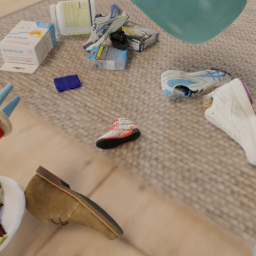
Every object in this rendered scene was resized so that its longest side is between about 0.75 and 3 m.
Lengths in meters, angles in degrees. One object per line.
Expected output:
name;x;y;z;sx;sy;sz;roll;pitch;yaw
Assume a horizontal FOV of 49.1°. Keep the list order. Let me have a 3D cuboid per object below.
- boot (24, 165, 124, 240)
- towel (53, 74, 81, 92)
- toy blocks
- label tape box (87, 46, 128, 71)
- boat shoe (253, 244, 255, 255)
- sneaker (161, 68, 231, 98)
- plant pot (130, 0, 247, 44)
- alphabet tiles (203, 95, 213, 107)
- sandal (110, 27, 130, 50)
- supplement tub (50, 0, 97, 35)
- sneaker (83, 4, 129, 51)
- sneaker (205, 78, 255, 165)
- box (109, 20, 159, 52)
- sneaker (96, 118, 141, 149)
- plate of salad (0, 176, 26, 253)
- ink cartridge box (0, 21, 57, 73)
boot;-1.296;1.873;6.241;2.637;0.971;0.995;24;69;28
towel;-2.140;-1.579;9.900;0.881;0.218;0.650;-15;55;-14
toy blocks;-3.065;-0.259;4.662;0.978;2.244;2.692;-7;42;27
label tape box;-0.759;-2.697;10.790;1.397;0.462;1.001;4;45;6
boat shoe;2.939;3.278;4.631;1.256;0.979;2.767;6;44;11
sneaker;2.318;-1.497;9.480;2.551;0.917;0.925;-6;85;-16
plant pot;1.867;-3.861;7.876;2.373;2.958;2.958;41;44;-22
alphabet tiles;2.981;-0.815;9.235;0.985;0.073;1.007;11;47;9
sandal;-0.411;-3.720;11.214;0.684;0.436;1.820;-13;48;-9
supplement tub;-2.307;-4.779;12.147;1.900;1.377;1.377;-7;46;-6
sneaker;-1.070;-4.003;11.122;2.222;0.946;0.856;-37;21;18
sneaker;3.073;-0.111;8.120;1.415;1.064;2.841;-20;49;20
box;0.256;-3.962;12.026;1.714;0.414;1.358;31;54;26
sneaker;-0.380;0.132;8.070;1.362;0.455;0.730;-16;47;-19
plate of salad;-3.457;1.947;6.046;2.432;0.584;2.432;-5;43;5
ink cartridge box;-3.975;-3.248;11.040;1.445;0.851;2.509;7;46;6
